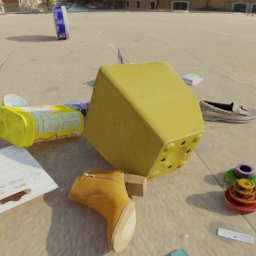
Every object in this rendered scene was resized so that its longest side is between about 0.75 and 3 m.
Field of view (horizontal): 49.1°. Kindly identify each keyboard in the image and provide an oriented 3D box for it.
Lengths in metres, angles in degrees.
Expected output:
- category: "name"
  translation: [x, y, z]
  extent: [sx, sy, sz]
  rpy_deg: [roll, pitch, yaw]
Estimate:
- category: "keyboard"
  translation: [2.529, 2.549, 6.609]
  extent: [0.792, 0.042, 0.223]
  rpy_deg: [9, 36, 17]

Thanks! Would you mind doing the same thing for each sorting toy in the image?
- category: "sorting toy"
  translation: [3.321, 1.478, 7.722]
  extent: [1.172, 0.801, 1.950]
  rpy_deg: [10, 30, 17]

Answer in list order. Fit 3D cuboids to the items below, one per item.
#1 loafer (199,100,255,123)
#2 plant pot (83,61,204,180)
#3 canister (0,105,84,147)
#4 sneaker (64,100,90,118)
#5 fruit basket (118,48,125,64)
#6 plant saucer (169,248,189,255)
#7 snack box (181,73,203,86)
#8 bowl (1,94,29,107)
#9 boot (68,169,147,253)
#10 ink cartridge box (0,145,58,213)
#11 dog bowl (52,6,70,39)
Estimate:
- category: "loafer"
  translation: [4.177, -0.738, 11.685]
  extent: [2.517, 0.791, 0.905]
  rpy_deg: [2, 29, 4]
- category: "plant pot"
  translation: [0.617, -0.066, 8.557]
  extent: [2.704, 2.722, 2.785]
  rpy_deg: [-13, 50, -35]
- category: "canister"
  translation: [-3.015, -0.187, 9.853]
  extent: [1.839, 1.072, 2.477]
  rpy_deg: [19, 18, 35]
- category: "sneaker"
  translation: [-1.884, -0.573, 11.521]
  extent: [2.047, 0.796, 1.432]
  rpy_deg: [-2, 29, 16]
- category: "fruit basket"
  translation: [-0.158, -1.573, 10.376]
  extent: [1.009, 1.994, 2.153]
  rpy_deg: [-16, 51, -13]
- category: "plant saucer"
  translation: [1.337, 2.973, 5.780]
  extent: [0.405, 0.110, 1.160]
  rpy_deg: [-16, 34, -26]
- category: "snack box"
  translation: [3.607, -2.739, 15.738]
  extent: [0.972, 0.329, 0.819]
  rpy_deg: [-25, 38, -34]
- category: "bowl"
  translation: [-4.780, -0.728, 11.662]
  extent: [0.663, 1.232, 1.232]
  rpy_deg: [-37, 19, 23]
- category: "boot"
  translation: [-0.682, 1.908, 7.030]
  extent: [1.872, 0.920, 2.615]
  rpy_deg: [3, 24, 16]
- category: "ink cartridge box"
  translation: [-3.502, 1.543, 7.855]
  extent: [2.169, 0.671, 2.675]
  rpy_deg: [-20, 39, -35]
- category: "dog bowl"
  translation: [-6.026, -9.411, 25.137]
  extent: [1.089, 2.764, 2.764]
  rpy_deg: [-11, 31, -14]
